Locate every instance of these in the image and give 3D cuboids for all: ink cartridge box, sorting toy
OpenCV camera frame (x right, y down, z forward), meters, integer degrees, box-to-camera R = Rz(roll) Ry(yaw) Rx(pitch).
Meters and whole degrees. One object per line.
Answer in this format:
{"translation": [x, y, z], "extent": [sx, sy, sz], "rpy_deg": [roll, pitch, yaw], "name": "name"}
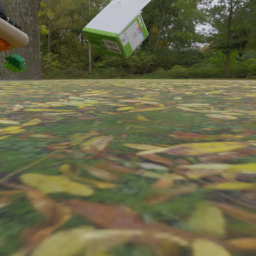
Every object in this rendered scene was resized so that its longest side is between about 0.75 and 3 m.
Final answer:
{"translation": [-0.050, -3.298, 8.616], "extent": [1.630, 0.835, 2.206], "rpy_deg": [27, 70, 40], "name": "ink cartridge box"}
{"translation": [-2.251, -1.376, 4.516], "extent": [1.337, 0.266, 1.809], "rpy_deg": [-2, -18, 37], "name": "sorting toy"}

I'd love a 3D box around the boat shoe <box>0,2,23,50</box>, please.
{"translation": [-2.273, -1.884, 4.498], "extent": [0.634, 0.523, 1.848], "rpy_deg": [27, -7, 5], "name": "boat shoe"}
